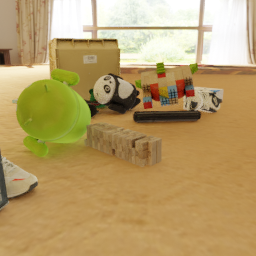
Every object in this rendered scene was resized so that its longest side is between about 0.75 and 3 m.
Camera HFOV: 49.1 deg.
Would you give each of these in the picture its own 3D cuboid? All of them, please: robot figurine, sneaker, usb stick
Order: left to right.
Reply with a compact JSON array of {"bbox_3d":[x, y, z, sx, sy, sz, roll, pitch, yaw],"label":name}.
[{"bbox_3d":[-2.443,0.725,5.082,1.728,0.808,0.608,6,17,21],"label":"sneaker"},{"bbox_3d":[-1.773,-0.355,6.956,1.429,2.168,2.471,24,-3,8],"label":"robot figurine"},{"bbox_3d":[-2.095,-0.733,10.405,2.427,0.729,1.266,-2,16,-24],"label":"sneaker"},{"bbox_3d":[-0.416,-1.372,11.147,1.926,1.202,1.447,16,16,-32],"label":"robot figurine"},{"bbox_3d":[1.344,-0.421,9.819,2.364,0.385,0.656,-2,3,-7],"label":"usb stick"},{"bbox_3d":[2.971,-1.063,10.778,1.458,0.894,2.241,-2,-4,4],"label":"sneaker"}]

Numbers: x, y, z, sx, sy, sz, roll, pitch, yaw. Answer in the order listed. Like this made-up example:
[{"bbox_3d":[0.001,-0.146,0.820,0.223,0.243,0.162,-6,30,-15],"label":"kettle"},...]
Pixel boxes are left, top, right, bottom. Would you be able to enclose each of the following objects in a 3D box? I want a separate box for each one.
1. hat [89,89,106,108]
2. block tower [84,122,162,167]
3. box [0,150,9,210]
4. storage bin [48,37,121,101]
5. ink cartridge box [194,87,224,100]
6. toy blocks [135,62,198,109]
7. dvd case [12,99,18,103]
[{"bbox_3d":[-1.403,-0.896,11.869,1.379,1.213,1.142,32,-21,-25],"label":"hat"},{"bbox_3d":[-0.197,0.337,6.825,2.130,0.616,0.575,13,20,41],"label":"block tower"},{"bbox_3d":[-3.257,-0.090,3.978,2.427,2.963,1.276,6,18,19],"label":"box"},{"bbox_3d":[-1.968,-2.585,12.809,2.975,2.954,1.394,-7,21,-24],"label":"storage bin"},{"bbox_3d":[3.708,-1.602,13.506,1.422,0.600,1.038,12,20,36],"label":"ink cartridge box"},{"bbox_3d":[1.200,-1.231,8.504,2.038,1.018,1.393,-8,41,9],"label":"toy blocks"},{"bbox_3d":[-4.559,-1.375,13.504,1.158,0.175,1.587,7,16,24],"label":"dvd case"}]
